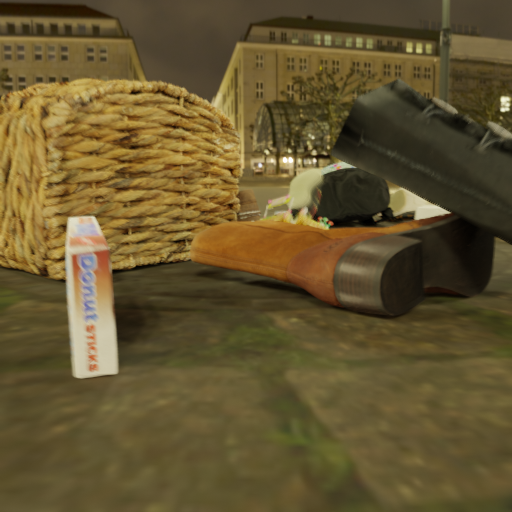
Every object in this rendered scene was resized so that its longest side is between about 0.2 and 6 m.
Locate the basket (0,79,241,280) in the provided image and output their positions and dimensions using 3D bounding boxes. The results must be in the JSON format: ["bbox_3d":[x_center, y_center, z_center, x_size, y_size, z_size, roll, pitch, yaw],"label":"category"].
[{"bbox_3d":[-2.454,-1.313,8.878,2.874,2.754,3.859,8,11,37],"label":"basket"}]

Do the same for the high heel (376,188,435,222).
[{"bbox_3d":[4.802,-1.122,15.406,2.014,1.009,2.826,29,-25,-23],"label":"high heel"}]

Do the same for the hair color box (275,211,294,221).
[{"bbox_3d":[0.723,-0.721,12.521,0.298,0.487,0.984,-4,9,-19],"label":"hair color box"}]

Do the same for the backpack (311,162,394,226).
[{"bbox_3d":[2.417,-1.652,14.768,2.208,1.675,2.646,-1,7,7],"label":"backpack"}]

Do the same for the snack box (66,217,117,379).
[{"bbox_3d":[-1.502,0.207,4.975,0.311,0.920,2.559,-3,9,-18],"label":"snack box"}]

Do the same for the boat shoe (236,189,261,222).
[{"bbox_3d":[-1.298,-0.927,11.453,3.342,1.210,1.207,5,10,29],"label":"boat shoe"}]

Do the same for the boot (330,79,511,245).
[{"bbox_3d":[2.923,-0.770,6.210,3.546,1.164,2.923,30,22,23],"label":"boot"}]

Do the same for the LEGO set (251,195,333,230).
[{"bbox_3d":[0.737,-0.620,9.924,1.809,0.832,0.673,3,47,14],"label":"LEGO set"}]

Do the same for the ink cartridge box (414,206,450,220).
[{"bbox_3d":[4.544,-0.965,13.956,0.944,0.547,1.279,5,8,25],"label":"ink cartridge box"}]

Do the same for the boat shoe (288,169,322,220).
[{"bbox_3d":[1.085,-1.340,12.201,0.641,0.549,1.752,-9,33,24],"label":"boat shoe"}]

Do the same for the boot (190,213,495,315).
[{"bbox_3d":[1.117,-0.048,6.997,2.811,1.022,2.986,-21,20,-37],"label":"boot"}]
